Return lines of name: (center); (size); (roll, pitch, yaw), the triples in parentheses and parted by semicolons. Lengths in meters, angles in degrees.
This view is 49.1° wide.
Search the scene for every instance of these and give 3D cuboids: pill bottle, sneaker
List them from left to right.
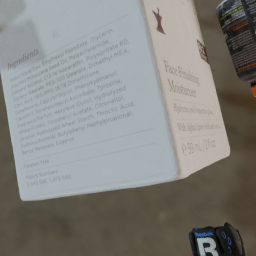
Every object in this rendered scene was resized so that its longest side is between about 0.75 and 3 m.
sneaker: (0.843, 1.611, 2.822); (0.679, 1.858, 1.039); (-20, 89, 26)
pill bottle: (2.404, -1.548, 5.224); (0.994, 0.994, 1.871); (-20, 93, -7)

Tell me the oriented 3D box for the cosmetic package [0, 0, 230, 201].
cosmetic package: (-0.172, -0.688, 4.418); (2.460, 2.458, 2.981); (-15, 84, 30)
